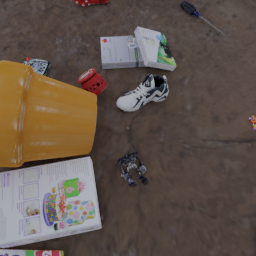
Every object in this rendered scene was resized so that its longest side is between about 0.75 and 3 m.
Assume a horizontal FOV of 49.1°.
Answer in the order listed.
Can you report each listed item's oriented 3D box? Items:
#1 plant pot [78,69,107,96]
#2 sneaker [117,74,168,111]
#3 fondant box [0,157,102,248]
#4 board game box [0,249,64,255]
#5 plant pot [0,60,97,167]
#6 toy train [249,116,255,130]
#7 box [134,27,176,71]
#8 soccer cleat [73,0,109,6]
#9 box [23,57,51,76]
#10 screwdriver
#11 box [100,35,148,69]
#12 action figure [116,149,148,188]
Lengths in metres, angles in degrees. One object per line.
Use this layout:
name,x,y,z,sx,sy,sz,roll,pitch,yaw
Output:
plant pot,-1.235,-1.537,9.554,0.826,0.752,0.826,-30,27,17
sneaker,0.507,-1.284,9.446,1.891,1.231,0.755,-12,60,-6
fondant box,-2.221,2.033,7.805,2.709,0.789,1.954,-10,61,-5
board game box,-2.791,3.676,7.172,2.148,0.322,1.026,0,59,3
plant pot,-2.367,-0.253,8.149,2.685,2.933,2.933,7,59,-14
toy train,4.457,-0.159,9.392,0.754,0.210,0.566,14,61,9
box,1.031,-3.010,10.641,1.281,0.322,1.775,3,60,-30
soccer cleat,-1.648,-5.832,12.482,1.646,0.565,0.701,-3,50,-5
box,-3.572,-1.970,10.387,0.956,0.279,1.397,10,61,6
screwdriver,3.160,-4.628,11.921,0.361,0.376,2.585,-33,69,-17
box,-0.120,-2.978,10.906,1.842,0.379,1.436,-4,59,-4
action figure,0.117,1.214,8.365,0.812,0.697,1.366,-20,35,-2
